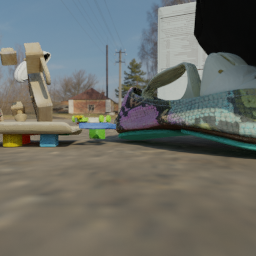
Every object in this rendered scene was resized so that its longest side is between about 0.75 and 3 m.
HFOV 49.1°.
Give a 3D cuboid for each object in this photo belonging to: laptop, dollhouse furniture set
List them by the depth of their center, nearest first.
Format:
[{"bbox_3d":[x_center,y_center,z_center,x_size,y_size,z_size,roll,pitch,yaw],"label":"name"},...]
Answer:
[{"bbox_3d":[2.090,-0.614,2.430,2.912,1.504,2.581,0,-1,12],"label":"laptop"},{"bbox_3d":[-3.210,-0.604,6.432,2.673,1.305,2.279,-12,-33,-24],"label":"dollhouse furniture set"}]

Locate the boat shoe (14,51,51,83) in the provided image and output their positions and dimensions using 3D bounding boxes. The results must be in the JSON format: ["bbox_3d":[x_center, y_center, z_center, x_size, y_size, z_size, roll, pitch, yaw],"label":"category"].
[{"bbox_3d":[-2.971,-1.946,8.858,0.464,0.508,1.412,6,45,38],"label":"boat shoe"}]

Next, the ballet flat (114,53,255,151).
[{"bbox_3d":[0.662,-0.240,2.718,0.835,0.860,2.417,5,-1,-36],"label":"ballet flat"}]

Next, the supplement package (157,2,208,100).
[{"bbox_3d":[2.145,-1.393,7.299,2.091,2.843,2.719,1,2,26],"label":"supplement package"}]

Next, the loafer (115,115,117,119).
[{"bbox_3d":[-0.129,-0.418,13.694,0.486,0.425,1.353,2,3,36],"label":"loafer"}]

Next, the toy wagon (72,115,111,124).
[{"bbox_3d":[-1.874,-0.396,13.442,1.626,0.415,2.095,0,3,22],"label":"toy wagon"}]

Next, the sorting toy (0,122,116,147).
[{"bbox_3d":[-1.007,0.077,3.035,1.750,0.238,0.986,0,-2,-2],"label":"sorting toy"}]
